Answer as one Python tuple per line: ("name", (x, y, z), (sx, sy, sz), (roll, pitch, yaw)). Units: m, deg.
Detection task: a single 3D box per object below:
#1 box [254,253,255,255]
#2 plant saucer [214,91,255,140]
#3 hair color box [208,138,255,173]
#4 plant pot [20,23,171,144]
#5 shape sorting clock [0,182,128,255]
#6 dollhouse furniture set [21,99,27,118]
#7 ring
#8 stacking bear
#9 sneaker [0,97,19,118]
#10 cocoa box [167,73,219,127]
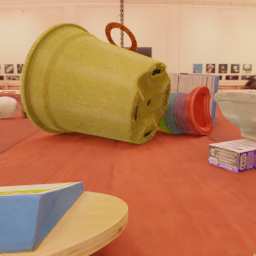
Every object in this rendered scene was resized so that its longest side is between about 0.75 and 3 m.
("box", (0.910, 0.954, 0.697), (0.660, 0.760, 1.151), (2, 9, -13))
("plant saucer", (2.950, 0.023, 5.124), (2.878, 0.722, 2.878), (15, 3, -1))
("hair color box", (2.020, 0.445, 4.868), (1.142, 0.370, 0.624), (-4, 11, -31))
("plant pot", (-0.524, -0.881, 6.762), (2.647, 2.879, 2.879), (18, 17, 26))
("shape sorting clock", (-1.305, 0.713, 1.996), (2.622, 0.514, 2.622), (-3, -9, 0))
("dollhouse furniture set", (-3.144, -1.284, 11.660), (1.940, 1.470, 2.213), (0, 10, -1))
("ring", (-0.214, -2.480, 7.849), (1.077, 1.077, 0.103), (10, 55, 44))
("stacking bear", (1.080, -0.406, 7.836), (2.141, 1.300, 1.218), (-2, 6, 39))
("sneaker", (-5.196, -0.631, 10.297), (2.273, 0.800, 0.911), (-7, 15, 2))
("cocoa box", (2.049, -1.035, 9.588), (1.615, 1.641, 2.461), (4, 10, 7))
